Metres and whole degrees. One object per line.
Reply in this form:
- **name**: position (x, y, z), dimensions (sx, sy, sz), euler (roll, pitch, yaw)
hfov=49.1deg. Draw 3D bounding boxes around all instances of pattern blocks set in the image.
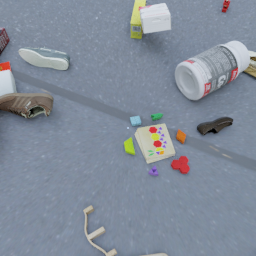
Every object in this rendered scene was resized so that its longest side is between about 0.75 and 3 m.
- **pattern blocks set**: position (0.892, 0.485, 9.056), dimensions (2.040, 0.188, 2.321), euler (-3, 54, -2)

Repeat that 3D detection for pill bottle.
- **pill bottle**: position (3.096, -2.144, 10.176), dimensions (2.508, 1.428, 1.428), euler (-28, 59, -18)

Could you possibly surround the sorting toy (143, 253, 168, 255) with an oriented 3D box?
- **sorting toy**: position (-0.036, 4.121, 6.304), dimensions (2.409, 0.439, 2.230), euler (-7, 55, -4)

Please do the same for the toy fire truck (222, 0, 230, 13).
- **toy fire truck**: position (4.696, -5.919, 13.344), dimensions (0.233, 0.674, 0.956), euler (22, 58, 14)

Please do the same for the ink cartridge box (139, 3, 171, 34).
- **ink cartridge box**: position (1.046, -4.321, 11.004), dimensions (1.090, 0.616, 1.488), euler (-7, 39, 4)

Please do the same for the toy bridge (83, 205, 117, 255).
- **toy bridge**: position (-0.836, 2.804, 7.395), dimensions (0.498, 0.202, 1.483), euler (-27, 59, -15)

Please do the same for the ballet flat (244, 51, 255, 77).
- **ballet flat**: position (5.058, -2.343, 10.708), dimensions (2.541, 0.801, 0.872), euler (29, 59, 19)

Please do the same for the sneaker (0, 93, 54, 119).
- **sneaker**: position (-3.523, -0.702, 9.351), dimensions (2.031, 0.715, 0.767), euler (-5, 63, 7)

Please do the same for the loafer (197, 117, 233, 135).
- **loafer**: position (2.929, -0.008, 9.301), dimensions (1.235, 0.451, 0.441), euler (-16, 59, 1)

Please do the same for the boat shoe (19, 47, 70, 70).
- **boat shoe**: position (-3.280, -2.853, 11.123), dimensions (2.023, 0.737, 0.625), euler (14, 58, 2)

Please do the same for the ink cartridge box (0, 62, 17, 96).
- **ink cartridge box**: position (-5.667, -1.557, 10.228), dimensions (2.858, 0.622, 2.481), euler (-17, 56, -12)

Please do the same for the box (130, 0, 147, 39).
- **box**: position (0.481, -4.999, 12.624), dimensions (0.531, 0.798, 2.120), euler (7, 54, 5)

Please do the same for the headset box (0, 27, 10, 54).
- **headset box**: position (-5.918, -3.539, 11.633), dimensions (1.345, 0.679, 1.809), euler (8, 55, 6)
